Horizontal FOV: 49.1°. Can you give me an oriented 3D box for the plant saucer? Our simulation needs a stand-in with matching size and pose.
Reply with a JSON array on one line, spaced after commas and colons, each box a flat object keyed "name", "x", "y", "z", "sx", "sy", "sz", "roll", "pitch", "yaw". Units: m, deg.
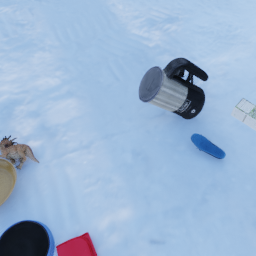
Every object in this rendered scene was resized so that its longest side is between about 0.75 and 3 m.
[{"name": "plant saucer", "x": -4.927, "y": 2.101, "z": 9.751, "sx": 2.294, "sy": 0.406, "sz": 2.294, "roll": -4, "pitch": 49, "yaw": 5}]

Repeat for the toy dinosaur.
[{"name": "toy dinosaur", "x": -4.232, "y": 0.842, "z": 10.612, "sx": 1.812, "sy": 0.778, "sz": 1.228, "roll": 6, "pitch": 48, "yaw": -3}]

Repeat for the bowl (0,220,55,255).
[{"name": "bowl", "x": -3.245, "y": 3.767, "z": 8.751, "sx": 1.830, "sy": 0.359, "sz": 1.830, "roll": 0, "pitch": 55, "yaw": 0}]

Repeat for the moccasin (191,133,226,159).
[{"name": "moccasin", "x": 3.028, "y": 0.768, "z": 10.786, "sx": 1.453, "sy": 0.495, "sz": 0.585, "roll": 40, "pitch": 87, "yaw": 14}]

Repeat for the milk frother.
[{"name": "milk frother", "x": 1.719, "y": -1.882, "z": 11.371, "sx": 2.322, "sy": 2.228, "sz": 2.469, "roll": 19, "pitch": 17, "yaw": -32}]

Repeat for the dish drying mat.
[{"name": "dish drying mat", "x": -1.192, "y": 4.636, "z": 8.167, "sx": 1.128, "sy": 0.267, "sz": 2.938, "roll": -22, "pitch": 58, "yaw": -10}]

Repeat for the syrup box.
[{"name": "syrup box", "x": 5.187, "y": -0.446, "z": 11.505, "sx": 1.661, "sy": 0.676, "sz": 0.654, "roll": 38, "pitch": 70, "yaw": 22}]
